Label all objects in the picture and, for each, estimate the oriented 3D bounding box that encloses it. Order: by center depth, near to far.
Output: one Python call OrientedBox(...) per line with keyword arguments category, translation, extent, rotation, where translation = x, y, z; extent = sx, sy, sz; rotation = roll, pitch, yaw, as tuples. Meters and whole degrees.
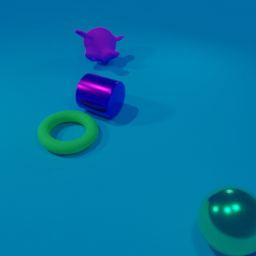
OrientedBox(category="ball", translation=(1.806, 1.590, 4.843), extent=(1.168, 1.168, 1.168), rotation=(0, 40, 0))
OrientedBox(category="ring", translation=(-1.545, 0.072, 7.254), extent=(1.539, 0.308, 1.539), rotation=(2, 41, -2))
OrientedBox(category="cylinder", translation=(-0.761, -0.920, 7.894), extent=(1.048, 1.048, 1.048), rotation=(19, 44, 21))
OrientedBox(category="monkey head", translation=(-0.854, -2.962, 9.876), extent=(1.981, 1.194, 1.425), rotation=(-6, 11, -36))
